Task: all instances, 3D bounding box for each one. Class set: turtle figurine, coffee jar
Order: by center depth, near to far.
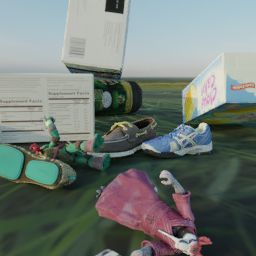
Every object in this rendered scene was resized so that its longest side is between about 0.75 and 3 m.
[{"bbox_3d":[-0.844,0.291,3.907,1.136,0.572,0.851,6,-29,25],"label":"turtle figurine"},{"bbox_3d":[-0.962,-1.086,9.974,2.849,1.215,1.485,-5,11,-29],"label":"coffee jar"}]

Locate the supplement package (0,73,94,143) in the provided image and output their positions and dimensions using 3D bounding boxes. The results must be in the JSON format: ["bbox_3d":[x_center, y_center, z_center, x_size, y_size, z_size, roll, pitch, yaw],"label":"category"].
[{"bbox_3d":[-1.804,-0.569,6.482,1.894,1.349,2.432,-2,9,-11],"label":"supplement package"}]

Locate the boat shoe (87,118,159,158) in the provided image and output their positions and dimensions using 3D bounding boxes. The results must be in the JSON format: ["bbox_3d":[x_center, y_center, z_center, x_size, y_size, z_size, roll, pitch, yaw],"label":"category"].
[{"bbox_3d":[-0.034,0.139,4.632,0.621,0.515,1.729,5,8,36],"label":"boat shoe"}]

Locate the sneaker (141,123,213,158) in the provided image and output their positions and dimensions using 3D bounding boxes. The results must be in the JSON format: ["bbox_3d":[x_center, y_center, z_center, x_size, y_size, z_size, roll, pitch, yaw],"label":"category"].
[{"bbox_3d":[0.797,0.193,4.559,1.284,0.494,0.486,-5,13,-24],"label":"sneaker"}]

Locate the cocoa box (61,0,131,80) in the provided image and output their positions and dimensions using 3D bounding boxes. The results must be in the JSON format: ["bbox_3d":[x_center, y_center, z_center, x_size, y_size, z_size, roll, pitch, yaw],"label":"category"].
[{"bbox_3d":[-0.941,-3.140,9.092,1.853,2.779,1.824,6,-2,-3],"label":"cocoa box"}]

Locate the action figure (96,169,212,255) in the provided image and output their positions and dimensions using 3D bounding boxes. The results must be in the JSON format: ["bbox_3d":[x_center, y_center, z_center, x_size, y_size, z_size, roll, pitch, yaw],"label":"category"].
[{"bbox_3d":[0.200,0.706,2.087,0.947,0.705,0.634,27,70,42],"label":"action figure"}]

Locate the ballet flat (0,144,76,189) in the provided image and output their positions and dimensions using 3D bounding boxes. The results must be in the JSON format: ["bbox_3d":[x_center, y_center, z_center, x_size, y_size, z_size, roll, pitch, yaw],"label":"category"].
[{"bbox_3d":[-1.155,0.484,3.384,1.229,0.417,0.463,10,-10,25],"label":"ballet flat"}]

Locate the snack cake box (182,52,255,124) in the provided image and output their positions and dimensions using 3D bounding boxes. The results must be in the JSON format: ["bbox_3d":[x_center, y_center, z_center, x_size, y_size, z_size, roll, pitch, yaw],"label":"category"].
[{"bbox_3d":[2.446,-0.755,6.470,1.692,0.989,2.943,1,-7,-3],"label":"snack cake box"}]

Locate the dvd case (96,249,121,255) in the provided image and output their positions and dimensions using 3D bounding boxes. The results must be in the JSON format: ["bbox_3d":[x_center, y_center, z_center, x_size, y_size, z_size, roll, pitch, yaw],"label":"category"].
[{"bbox_3d":[-0.025,0.952,1.265,1.060,0.085,0.788,9,13,43],"label":"dvd case"}]
